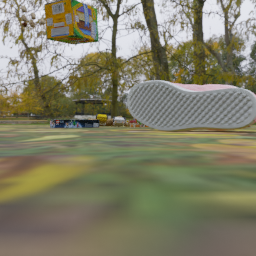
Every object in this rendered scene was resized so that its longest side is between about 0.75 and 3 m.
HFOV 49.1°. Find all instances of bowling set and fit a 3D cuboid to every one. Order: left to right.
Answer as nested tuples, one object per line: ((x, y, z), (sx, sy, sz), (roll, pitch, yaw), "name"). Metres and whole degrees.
((-3.553, -3.862, 10.143), (0.987, 0.687, 0.530), (26, 23, -32), "bowling set")

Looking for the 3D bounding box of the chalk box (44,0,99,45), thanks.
((-1.584, -3.160, 8.601), (1.047, 1.039, 1.677), (2, 9, 27), "chalk box")

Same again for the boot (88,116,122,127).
((-1.423, -0.350, 17.097), (1.898, 0.628, 1.662), (1, -13, -18), "boot")

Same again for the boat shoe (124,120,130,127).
((-0.101, -0.228, 16.291), (0.378, 0.402, 1.091), (-9, -4, 4), "boat shoe")

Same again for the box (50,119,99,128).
((-2.316, -0.186, 12.100), (1.877, 0.354, 1.282), (0, 1, -24), "box")

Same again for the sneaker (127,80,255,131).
((1.439, -0.450, 6.104), (2.786, 1.048, 1.456), (7, 7, 33), "sneaker")

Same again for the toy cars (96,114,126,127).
((-1.025, -0.386, 16.119), (1.247, 0.616, 2.782), (-1, 9, -45), "toy cars")

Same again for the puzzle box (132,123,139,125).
((1.126, -0.171, 15.780), (1.815, 0.231, 1.207), (0, 0, -6), "puzzle box")

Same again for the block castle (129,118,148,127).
((0.653, -0.289, 14.674), (1.064, 0.499, 0.711), (0, 0, -17), "block castle")
